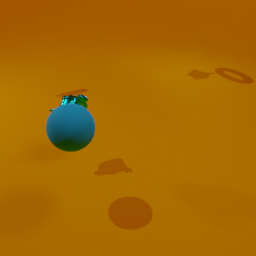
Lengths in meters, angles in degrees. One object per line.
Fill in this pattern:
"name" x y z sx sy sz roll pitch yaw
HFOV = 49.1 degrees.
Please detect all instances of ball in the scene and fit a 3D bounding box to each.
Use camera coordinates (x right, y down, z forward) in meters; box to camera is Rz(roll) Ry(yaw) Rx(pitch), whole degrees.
"ball" -0.985 -0.005 4.846 0.837 0.837 0.837 0 36 0

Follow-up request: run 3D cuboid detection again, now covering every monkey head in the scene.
"monkey head" -1.149 -0.415 6.097 1.014 0.611 0.730 19 -14 -28
